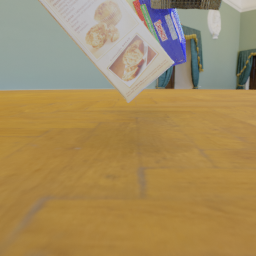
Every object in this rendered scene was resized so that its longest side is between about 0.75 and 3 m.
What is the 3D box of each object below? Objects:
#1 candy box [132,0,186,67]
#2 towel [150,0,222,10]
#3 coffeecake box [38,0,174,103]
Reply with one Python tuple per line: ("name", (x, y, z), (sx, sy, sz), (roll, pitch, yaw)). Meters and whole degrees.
("candy box", (1.067, -3.154, 8.531), (0.925, 2.030, 2.401), (-16, 26, 18))
("towel", (1.318, -3.469, 6.250), (1.764, 0.316, 1.832), (5, -30, 9))
("coffeecake box", (-0.736, -2.126, 5.324), (1.096, 2.999, 2.302), (-41, 19, 5))
